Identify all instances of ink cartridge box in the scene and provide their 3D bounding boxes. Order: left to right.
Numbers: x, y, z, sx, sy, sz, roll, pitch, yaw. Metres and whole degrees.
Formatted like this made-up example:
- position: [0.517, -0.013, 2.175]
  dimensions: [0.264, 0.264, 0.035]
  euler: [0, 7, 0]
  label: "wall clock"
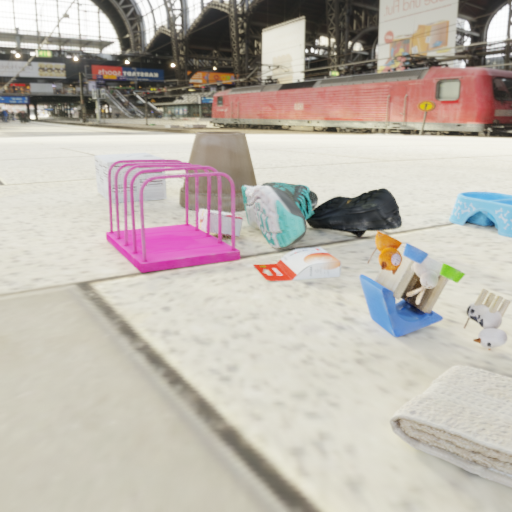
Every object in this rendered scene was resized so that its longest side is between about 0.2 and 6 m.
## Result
- position: [-0.719, -0.651, 10.885]
  dimensions: [0.683, 0.392, 0.940]
  euler: [8, 7, -17]
  label: "ink cartridge box"
- position: [0.609, 0.111, 8.669]
  dimensions: [1.160, 0.291, 0.941]
  euler: [-1, 15, -14]
  label: "ink cartridge box"

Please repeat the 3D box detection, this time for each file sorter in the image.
- position: [-1.550, -0.839, 9.776]
  dimensions: [1.694, 1.529, 2.438]
  euler: [-7, 17, -26]
  label: "file sorter"

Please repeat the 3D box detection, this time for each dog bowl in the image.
- position: [5.219, -0.892, 11.719]
  dimensions: [1.401, 0.623, 2.513]
  euler: [-7, 17, -25]
  label: "dog bowl"

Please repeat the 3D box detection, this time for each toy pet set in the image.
- position: [1.694, 0.489, 5.904]
  dimensions: [1.753, 0.931, 1.637]
  euler: [26, 6, -19]
  label: "toy pet set"

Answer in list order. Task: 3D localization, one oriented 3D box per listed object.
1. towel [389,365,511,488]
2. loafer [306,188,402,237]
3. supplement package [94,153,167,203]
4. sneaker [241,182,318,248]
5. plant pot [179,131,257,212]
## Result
- position: [2.102, 1.330, 4.150]
  dimensions: [1.852, 0.319, 1.227]
  euler: [12, 18, 40]
  label: "towel"
- position: [1.838, -0.725, 10.929]
  dimensions: [0.793, 0.820, 2.336]
  euler: [-42, 20, -27]
  label: "loafer"
- position: [-3.507, -2.202, 15.559]
  dimensions: [1.555, 1.107, 1.996]
  euler: [-8, 18, -24]
  label: "supplement package"
- position: [0.606, -0.979, 10.739]
  dimensions: [1.346, 1.144, 2.950]
  euler: [-13, 19, -9]
  label: "sneaker"
- position: [-0.907, -2.191, 14.152]
  dimensions: [2.109, 1.830, 2.109]
  euler: [1, 15, 0]
  label: "plant pot"
